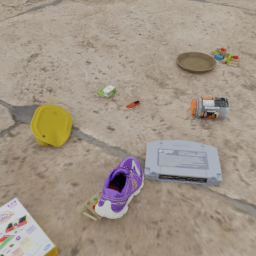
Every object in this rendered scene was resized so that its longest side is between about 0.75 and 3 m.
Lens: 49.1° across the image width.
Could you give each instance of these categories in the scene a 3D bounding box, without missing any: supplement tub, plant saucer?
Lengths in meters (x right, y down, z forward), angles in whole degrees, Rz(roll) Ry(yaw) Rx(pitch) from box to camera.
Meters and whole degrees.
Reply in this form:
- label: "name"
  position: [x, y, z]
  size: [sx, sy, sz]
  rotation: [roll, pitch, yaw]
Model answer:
- label: "supplement tub"
  position: [3.417, -0.858, 11.794]
  size: [1.464, 0.897, 0.897]
  rotation: [3, 41, 4]
- label: "plant saucer"
  position: [3.711, -3.560, 15.336]
  size: [2.186, 0.322, 2.186]
  rotation: [0, 40, 0]

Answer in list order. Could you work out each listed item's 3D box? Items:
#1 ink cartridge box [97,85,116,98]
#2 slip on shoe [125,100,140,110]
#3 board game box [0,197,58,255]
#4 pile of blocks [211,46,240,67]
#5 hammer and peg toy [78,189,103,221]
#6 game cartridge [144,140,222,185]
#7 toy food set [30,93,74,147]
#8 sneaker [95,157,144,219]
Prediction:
- label: "ink cartridge box"
  position: [-1.046, -1.803, 13.332]
  size: [0.776, 0.294, 0.574]
  rotation: [25, 47, 24]
- label: "slip on shoe"
  position: [0.204, -1.037, 12.498]
  size: [0.780, 0.239, 0.289]
  rotation: [-21, 47, -20]
- label: "board game box"
  position: [-3.193, 3.099, 7.588]
  size: [1.650, 0.435, 2.156]
  rotation: [-32, 50, -31]
- label: "pile of blocks"
  position: [5.404, -4.093, 15.713]
  size: [0.820, 0.620, 1.997]
  rotation: [-25, 46, -26]
- label: "hammer and peg toy"
  position: [-0.945, 2.410, 8.446]
  size: [0.766, 0.367, 1.042]
  rotation: [33, 51, 30]
- label: "game cartridge"
  position: [1.892, 1.143, 9.837]
  size: [2.548, 0.516, 1.699]
  rotation: [5, 45, 5]
- label: "toy food set"
  position: [-3.035, -0.124, 11.143]
  size: [1.489, 0.827, 2.531]
  rotation: [19, 41, -15]
- label: "sneaker"
  position: [-0.087, 1.568, 8.553]
  size: [1.104, 1.143, 2.739]
  rotation: [15, 25, 8]
